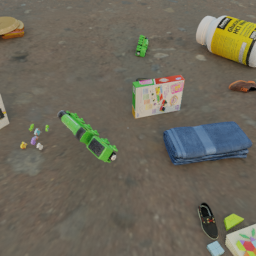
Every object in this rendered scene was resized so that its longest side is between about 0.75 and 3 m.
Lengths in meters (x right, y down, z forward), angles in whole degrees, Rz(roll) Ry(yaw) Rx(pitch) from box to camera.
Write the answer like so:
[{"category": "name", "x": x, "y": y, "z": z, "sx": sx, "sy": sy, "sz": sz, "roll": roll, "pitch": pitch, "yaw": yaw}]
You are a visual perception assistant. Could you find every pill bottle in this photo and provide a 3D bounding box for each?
[{"category": "pill bottle", "x": 4.636, "y": -3.956, "z": 12.431, "sx": 2.976, "sy": 1.673, "sz": 1.673, "roll": 31, "pitch": 50, "yaw": 30}]

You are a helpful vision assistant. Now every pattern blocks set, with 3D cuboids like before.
[{"category": "pattern blocks set", "x": 2.835, "y": 2.631, "z": 6.205, "sx": 1.943, "sy": 0.157, "sz": 1.707, "roll": -25, "pitch": 47, "yaw": -25}]

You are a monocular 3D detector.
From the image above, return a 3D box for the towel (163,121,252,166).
[{"category": "towel", "x": 2.311, "y": 0.434, "z": 8.360, "sx": 2.350, "sy": 0.570, "sz": 1.312, "roll": -7, "pitch": 42, "yaw": -7}]

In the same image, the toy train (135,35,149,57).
[{"category": "toy train", "x": 0.705, "y": -3.945, "z": 13.423, "sx": 0.510, "sy": 0.377, "sz": 1.807, "roll": 13, "pitch": 42, "yaw": -1}]

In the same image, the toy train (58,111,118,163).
[{"category": "toy train", "x": -1.180, "y": 0.159, "z": 7.583, "sx": 2.392, "sy": 0.675, "sz": 0.499, "roll": 36, "pitch": 96, "yaw": 38}]

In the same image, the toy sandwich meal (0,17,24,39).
[{"category": "toy sandwich meal", "x": -6.445, "y": -5.070, "z": 14.458, "sx": 2.142, "sy": 0.734, "sz": 2.142, "roll": -3, "pitch": 44, "yaw": 3}]

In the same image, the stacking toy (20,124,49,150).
[{"category": "stacking toy", "x": -2.833, "y": 0.254, "z": 8.549, "sx": 0.656, "sy": 0.204, "sz": 0.870, "roll": 3, "pitch": 62, "yaw": 19}]

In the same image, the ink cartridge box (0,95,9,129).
[{"category": "ink cartridge box", "x": -4.454, "y": -0.642, "z": 9.082, "sx": 0.880, "sy": 1.207, "sz": 0.500, "roll": 25, "pitch": 45, "yaw": 25}]

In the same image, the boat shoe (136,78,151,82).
[{"category": "boat shoe", "x": 0.953, "y": -1.684, "z": 10.844, "sx": 1.319, "sy": 0.398, "sz": 0.499, "roll": 3, "pitch": 42, "yaw": 3}]

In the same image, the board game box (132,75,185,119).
[{"category": "board game box", "x": 0.998, "y": -1.045, "z": 9.474, "sx": 1.692, "sy": 1.295, "sz": 0.341, "roll": -10, "pitch": 42, "yaw": -13}]

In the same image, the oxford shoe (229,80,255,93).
[{"category": "oxford shoe", "x": 4.434, "y": -1.565, "z": 10.738, "sx": 1.103, "sy": 0.393, "sz": 0.400, "roll": -6, "pitch": 48, "yaw": -6}]

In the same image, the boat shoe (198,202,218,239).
[{"category": "boat shoe", "x": 1.897, "y": 2.183, "z": 6.630, "sx": 0.320, "sy": 0.274, "sz": 0.876, "roll": -6, "pitch": 43, "yaw": -7}]
